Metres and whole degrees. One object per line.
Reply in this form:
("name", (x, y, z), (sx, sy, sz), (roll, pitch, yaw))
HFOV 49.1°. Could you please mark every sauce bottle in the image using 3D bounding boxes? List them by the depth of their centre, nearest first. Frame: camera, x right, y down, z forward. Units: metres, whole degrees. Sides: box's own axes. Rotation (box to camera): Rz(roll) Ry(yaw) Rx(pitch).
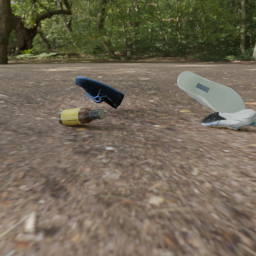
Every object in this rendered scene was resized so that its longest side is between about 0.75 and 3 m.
("sauce bottle", (-1.386, -0.350, 8.355), (1.522, 0.493, 0.493), (-2, 13, 29))

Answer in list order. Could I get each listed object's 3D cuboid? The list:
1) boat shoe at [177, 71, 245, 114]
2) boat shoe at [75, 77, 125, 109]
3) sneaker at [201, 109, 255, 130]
("boat shoe", (2.828, -1.136, 9.496), (2.467, 0.861, 0.879), (35, 10, 21))
("boat shoe", (-0.950, -1.193, 9.997), (2.179, 0.748, 0.917), (19, 2, -40))
("sneaker", (2.960, -0.175, 8.285), (1.622, 0.588, 0.583), (-4, 31, 37))
